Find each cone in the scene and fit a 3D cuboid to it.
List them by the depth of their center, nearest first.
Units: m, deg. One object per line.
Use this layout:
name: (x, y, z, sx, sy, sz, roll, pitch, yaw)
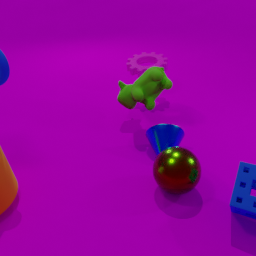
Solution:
cone: (0.796, 0.501, 6.015, 0.862, 0.862, 0.865, 2, 57, 4)

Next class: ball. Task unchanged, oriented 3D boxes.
ball: (0.884, 0.768, 5.086, 0.872, 0.872, 0.872, 0, 31, 0)

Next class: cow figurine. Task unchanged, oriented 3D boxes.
cow figurine: (0.353, -1.001, 6.930, 0.766, 1.396, 1.373, 35, 17, -28)

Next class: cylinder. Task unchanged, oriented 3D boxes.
cylinder: (-2.663, 0.742, 4.596, 1.292, 1.292, 1.292, -5, 35, 4)

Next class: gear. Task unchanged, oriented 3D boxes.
gear: (0.581, -1.925, 8.476, 1.231, 0.228, 1.231, -4, 40, 3)

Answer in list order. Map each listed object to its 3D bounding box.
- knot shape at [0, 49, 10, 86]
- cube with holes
knot shape: (-2.583, -1.138, 4.611, 1.165, 1.090, 0.538, -23, -11, 2)
cube with holes: (2.080, 1.050, 4.456, 0.715, 0.715, 0.715, 12, 72, 26)
